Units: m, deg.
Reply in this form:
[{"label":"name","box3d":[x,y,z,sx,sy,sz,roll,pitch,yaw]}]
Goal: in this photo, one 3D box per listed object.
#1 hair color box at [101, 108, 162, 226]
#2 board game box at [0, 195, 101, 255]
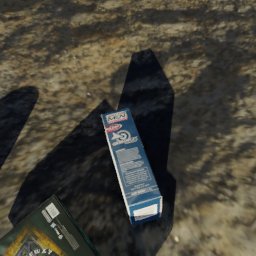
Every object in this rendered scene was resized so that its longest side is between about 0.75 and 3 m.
[{"label":"hair color box","box3d":[0.051,0.771,6.004,0.676,1.117,2.234,-15,54,-6]},{"label":"board game box","box3d":[-1.138,2.786,4.399,1.962,0.409,2.901,-38,63,-13]}]
